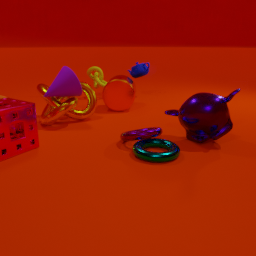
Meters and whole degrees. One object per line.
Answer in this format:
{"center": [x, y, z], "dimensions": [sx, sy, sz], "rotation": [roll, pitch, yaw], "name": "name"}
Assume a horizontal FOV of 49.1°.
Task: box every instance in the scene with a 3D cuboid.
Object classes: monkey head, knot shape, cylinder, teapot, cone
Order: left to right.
{"center": [-2.001, -1.124, 8.036], "dimensions": [0.975, 0.971, 0.971], "rotation": [-35, 33, -26], "name": "cone"}
{"center": [-1.867, -0.829, 8.772], "dimensions": [1.811, 0.894, 1.935], "rotation": [-7, 40, -17], "name": "knot shape"}
{"center": [-1.335, -2.182, 12.073], "dimensions": [0.509, 1.032, 1.102], "rotation": [-39, 38, -17], "name": "knot shape"}
{"center": [-0.298, -1.297, 10.257], "dimensions": [1.155, 1.155, 1.155], "rotation": [1, 18, 3], "name": "cylinder"}
{"center": [0.461, -2.577, 12.394], "dimensions": [1.324, 0.648, 0.823], "rotation": [-15, 6, 45], "name": "teapot"}
{"center": [1.978, -0.350, 7.032], "dimensions": [1.961, 1.182, 1.411], "rotation": [-16, 7, 36], "name": "monkey head"}

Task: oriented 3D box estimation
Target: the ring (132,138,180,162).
{"center": [0.628, 0.478, 6.247], "dimensions": [1.064, 0.213, 1.064], "rotation": [1, 18, 0], "name": "ring"}

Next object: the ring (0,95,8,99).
{"center": [-3.823, -0.332, 7.630], "dimensions": [1.628, 0.326, 1.628], "rotation": [2, 45, -2], "name": "ring"}

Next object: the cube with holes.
{"center": [-2.854, -0.020, 6.396], "dimensions": [1.077, 1.077, 1.077], "rotation": [12, 21, 33], "name": "cube with holes"}

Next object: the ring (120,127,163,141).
{"center": [0.327, 0.145, 6.890], "dimensions": [1.056, 0.211, 1.056], "rotation": [-9, 2, 0], "name": "ring"}
